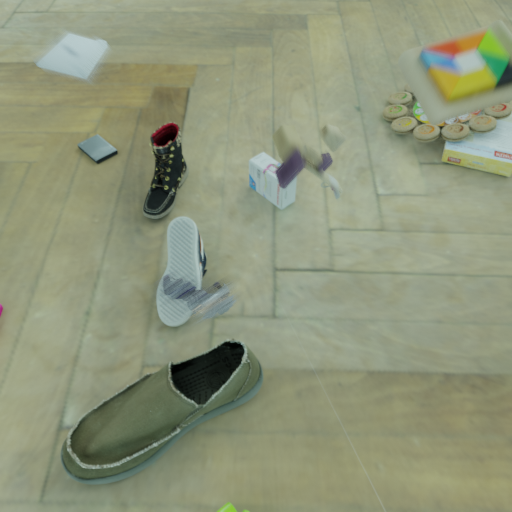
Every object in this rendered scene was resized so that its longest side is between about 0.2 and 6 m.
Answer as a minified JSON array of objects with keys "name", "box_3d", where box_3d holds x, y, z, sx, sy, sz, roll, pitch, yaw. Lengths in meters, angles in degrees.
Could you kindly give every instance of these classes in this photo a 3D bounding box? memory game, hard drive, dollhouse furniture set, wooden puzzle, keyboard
[{"name":"memory game","box_3d":[4.962,-3.943,14.610,3.287,0.209,3.287,-9,43,9]},{"name":"hard drive","box_3d":[-3.978,-2.679,14.046,0.615,0.145,0.881,-36,58,-27]},{"name":"dollhouse furniture set","box_3d":[1.214,-1.996,10.809,1.273,1.421,1.794,28,29,-30]},{"name":"wooden puzzle","box_3d":[3.570,-3.169,9.475,1.868,0.348,1.728,-19,59,6]},{"name":"keyboard","box_3d":[-3.523,-3.957,10.964,0.845,0.160,3.002,7,29,-11]}]

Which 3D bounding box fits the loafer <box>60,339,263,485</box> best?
[{"name":"loafer","box_3d":[-1.497,2.285,9.018,3.533,1.231,1.329,-28,55,-22]}]

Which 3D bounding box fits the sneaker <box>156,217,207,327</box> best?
[{"name":"sneaker","box_3d":[-1.401,0.371,11.034,0.843,0.854,2.150,3,74,9]}]

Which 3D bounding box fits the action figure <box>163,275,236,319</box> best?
[{"name":"action figure","box_3d":[-0.675,0.489,6.727,0.980,0.340,0.638,15,14,36]}]

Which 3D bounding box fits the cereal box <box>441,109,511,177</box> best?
[{"name":"cereal box","box_3d":[5.696,-3.023,14.130,1.669,0.459,2.320,16,51,14]}]

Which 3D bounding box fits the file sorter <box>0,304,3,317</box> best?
[{"name":"file sorter","box_3d":[-5.584,1.398,9.751,1.437,1.297,2.068,-2,49,-2]}]

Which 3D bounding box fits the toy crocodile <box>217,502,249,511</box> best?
[{"name":"toy crocodile","box_3d":[0.039,4.151,7.962,1.588,0.490,0.536,32,56,20]}]

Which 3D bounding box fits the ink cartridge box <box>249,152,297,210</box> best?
[{"name":"ink cartridge box","box_3d":[0.374,-1.701,12.753,0.476,0.813,1.124,-33,57,-25]}]

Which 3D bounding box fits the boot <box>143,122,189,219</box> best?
[{"name":"boot","box_3d":[-2.077,-1.910,12.505,0.709,1.459,1.938,15,51,13]}]
